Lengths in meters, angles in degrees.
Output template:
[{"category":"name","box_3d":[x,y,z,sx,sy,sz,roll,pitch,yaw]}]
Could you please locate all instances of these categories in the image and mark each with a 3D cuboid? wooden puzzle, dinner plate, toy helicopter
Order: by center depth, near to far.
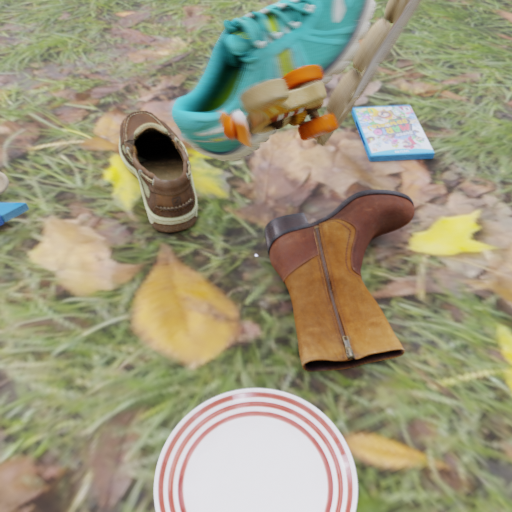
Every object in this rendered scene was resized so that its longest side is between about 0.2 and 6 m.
[{"category":"toy helicopter","box_3d":[0.123,-1.651,6.286,1.346,0.803,2.035,-17,4,12]},{"category":"dinner plate","box_3d":[-0.005,2.588,6.424,2.303,0.279,2.303,0,45,0]},{"category":"wooden puzzle","box_3d":[-5.794,-0.999,9.892,3.441,0.402,2.322,31,57,27]}]

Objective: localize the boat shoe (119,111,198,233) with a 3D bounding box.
[{"category":"boat shoe","box_3d":[-1.771,-1.912,10.153,1.216,1.218,3.291,-17,48,-16]}]

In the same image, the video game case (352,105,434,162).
[{"category":"video game case","box_3d":[2.773,-2.550,11.526,1.283,0.160,1.793,-3,46,-3]}]

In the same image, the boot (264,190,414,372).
[{"category":"boot","box_3d":[1.563,0.262,8.259,2.532,0.921,2.690,-9,47,-9]}]

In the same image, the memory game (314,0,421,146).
[{"category":"memory game","box_3d":[1.756,-3.008,8.033,0.210,3.298,3.298,34,52,3]}]

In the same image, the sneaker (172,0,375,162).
[{"category":"sneaker","box_3d":[0.246,-2.691,7.345,3.386,1.348,1.312,-49,57,11]}]
